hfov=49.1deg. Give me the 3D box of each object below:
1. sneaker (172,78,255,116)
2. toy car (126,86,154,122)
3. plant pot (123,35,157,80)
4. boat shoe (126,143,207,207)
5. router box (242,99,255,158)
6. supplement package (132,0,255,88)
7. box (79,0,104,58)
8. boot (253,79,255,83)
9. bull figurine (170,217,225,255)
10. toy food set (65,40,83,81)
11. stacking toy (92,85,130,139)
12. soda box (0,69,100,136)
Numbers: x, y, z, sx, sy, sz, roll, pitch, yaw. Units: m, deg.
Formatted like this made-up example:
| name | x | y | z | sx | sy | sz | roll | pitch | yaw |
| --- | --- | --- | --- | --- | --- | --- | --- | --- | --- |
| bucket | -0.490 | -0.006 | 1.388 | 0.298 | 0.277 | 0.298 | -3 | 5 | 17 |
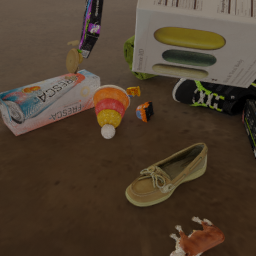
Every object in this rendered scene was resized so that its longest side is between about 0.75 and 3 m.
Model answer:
| name | x | y | z | sx | sy | sz | roll | pitch | yaw |
| --- | --- | --- | --- | --- | --- | --- | --- | --- | --- |
| sneaker | 2.792 | -0.968 | 8.339 | 2.899 | 1.040 | 1.201 | 3 | 34 | 4 |
| toy car | 0.330 | -0.779 | 7.904 | 0.479 | 1.440 | 0.706 | 1 | 49 | 25 |
| plant pot | 1.193 | -2.963 | 10.539 | 2.374 | 2.500 | 2.500 | -30 | 42 | -18 |
| boat shoe | 0.851 | 0.912 | 5.839 | 2.077 | 0.653 | 0.758 | -19 | 38 | -26 |
| router box | 3.930 | 0.090 | 7.069 | 1.599 | 0.663 | 2.134 | 5 | 34 | 8 |
| supplement package | 1.661 | -2.461 | 6.125 | 2.828 | 2.146 | 2.131 | 9 | 70 | 2 |
| box | -1.117 | -3.485 | 8.651 | 0.396 | 2.193 | 1.568 | 10 | -12 | -18 |
| boot | 5.046 | -1.631 | 9.692 | 1.479 | 0.707 | 1.958 | -3 | 30 | 0 |
| bull figurine | 1.083 | 1.880 | 4.668 | 1.037 | 0.338 | 0.629 | -14 | 36 | -20 |
| toy food set | -1.260 | -1.573 | 6.610 | 0.184 | 0.918 | 0.634 | 1 | 10 | -38 |
| stacking toy | -0.531 | -0.338 | 7.676 | 1.096 | 1.096 | 1.499 | 3 | 50 | 4 |
| soda box | -2.167 | -0.835 | 8.182 | 2.851 | 0.975 | 0.906 | -26 | 41 | -33 |
